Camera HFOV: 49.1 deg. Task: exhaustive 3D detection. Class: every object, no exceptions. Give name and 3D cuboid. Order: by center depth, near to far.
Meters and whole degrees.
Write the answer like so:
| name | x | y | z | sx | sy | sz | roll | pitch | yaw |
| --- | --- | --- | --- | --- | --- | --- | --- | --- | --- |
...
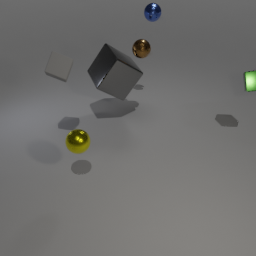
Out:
| name | x | y | z | sx | sy | sz | roll | pitch | yaw |
| --- | --- | --- | --- | --- | --- | --- | --- | --- | --- |
| ball | -1.402 | 0.377 | 7.849 | 0.700 | 0.700 | 0.700 | 0 | 31 | 0 |
| cube | -2.200 | -1.949 | 8.984 | 0.700 | 0.700 | 0.700 | 20 | -2 | -12 |
| cube | 4.482 | -1.663 | 9.870 | 0.700 | 0.700 | 0.700 | -6 | 6 | 19 |
| ball | 0.504 | -2.947 | 10.419 | 0.700 | 0.700 | 0.700 | 0 | 31 | 0 |
| cube | -0.531 | -2.204 | 11.105 | 1.400 | 1.400 | 1.400 | 20 | 28 | -39 |
| ball | 0.986 | -4.614 | 11.178 | 0.700 | 0.700 | 0.700 | 0 | 31 | 0 |
